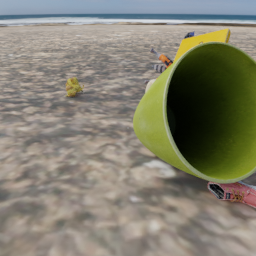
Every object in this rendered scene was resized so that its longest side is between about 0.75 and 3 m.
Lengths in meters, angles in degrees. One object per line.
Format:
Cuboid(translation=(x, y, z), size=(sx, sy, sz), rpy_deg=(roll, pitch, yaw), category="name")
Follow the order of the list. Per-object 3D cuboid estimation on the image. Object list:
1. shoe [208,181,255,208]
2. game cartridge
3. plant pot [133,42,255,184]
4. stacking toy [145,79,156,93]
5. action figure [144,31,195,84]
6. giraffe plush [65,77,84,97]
Cuboid(translation=(2.247, 1.371, 5.717), size=(0.577, 0.453, 1.268), rpy_deg=(-15, 23, -26), category="shoe")
Cuboid(translation=(1.915, -1.950, 7.488), size=(1.387, 0.255, 1.573), rpy_deg=(-2, 52, 38), category="game cartridge")
Cuboid(translation=(1.274, -0.196, 6.516), size=(2.661, 2.661, 2.844), rpy_deg=(-12, 0, -23), category="plant pot")
Cuboid(translation=(2.185, -1.226, 10.515), size=(2.925, 1.249, 1.249), rpy_deg=(-5, 25, -20), category="stacking toy")
Cuboid(translation=(2.220, -2.803, 12.216), size=(2.604, 2.692, 1.408), rpy_deg=(14, 7, 12), category="action figure")
Cuboid(translation=(-2.418, -1.669, 12.147), size=(0.898, 0.775, 0.728), rpy_deg=(38, 42, -1), category="giraffe plush")
